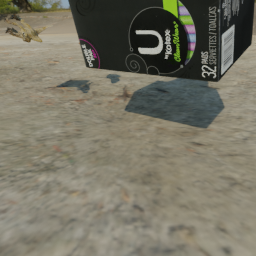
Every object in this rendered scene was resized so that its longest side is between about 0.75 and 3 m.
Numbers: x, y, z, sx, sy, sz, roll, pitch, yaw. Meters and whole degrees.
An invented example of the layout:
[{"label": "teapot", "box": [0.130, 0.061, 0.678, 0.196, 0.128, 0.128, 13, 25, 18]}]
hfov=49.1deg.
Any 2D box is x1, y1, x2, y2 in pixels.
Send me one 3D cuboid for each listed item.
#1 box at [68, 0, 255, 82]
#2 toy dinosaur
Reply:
[{"label": "box", "box": [0.566, -2.277, 5.101, 2.910, 2.161, 1.809, 15, 40, 34]}, {"label": "toy dinosaur", "box": [-2.848, -2.708, 7.893, 1.011, 0.582, 2.000, 27, 25, -12]}]
